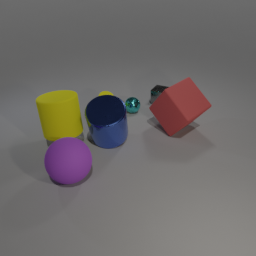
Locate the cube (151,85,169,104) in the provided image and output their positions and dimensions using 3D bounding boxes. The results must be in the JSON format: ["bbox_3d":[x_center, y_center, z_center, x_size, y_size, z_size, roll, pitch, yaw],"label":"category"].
[{"bbox_3d":[1.499,-1.508,12.968,0.700,0.700,0.700,15,36,26],"label":"cube"}]

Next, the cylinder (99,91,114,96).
[{"bbox_3d":[-0.983,-1.121,12.092,0.700,0.700,0.700,7,59,-12],"label":"cylinder"}]

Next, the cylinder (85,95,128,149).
[{"bbox_3d":[-0.720,-0.209,9.882,1.400,1.400,1.400,-2,55,2],"label":"cylinder"}]

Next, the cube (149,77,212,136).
[{"bbox_3d":[1.939,-0.793,10.556,1.400,1.400,1.400,-30,79,-31],"label":"cube"}]

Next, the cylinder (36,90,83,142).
[{"bbox_3d":[-2.349,-0.450,9.723,1.400,1.400,1.400,-4,24,2],"label":"cylinder"}]

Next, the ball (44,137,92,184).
[{"bbox_3d":[-1.779,0.971,8.386,1.400,1.400,1.400,0,32,0],"label":"ball"}]

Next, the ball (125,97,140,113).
[{"bbox_3d":[0.193,-1.005,12.228,0.700,0.700,0.700,0,32,0],"label":"ball"}]
